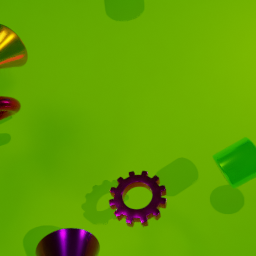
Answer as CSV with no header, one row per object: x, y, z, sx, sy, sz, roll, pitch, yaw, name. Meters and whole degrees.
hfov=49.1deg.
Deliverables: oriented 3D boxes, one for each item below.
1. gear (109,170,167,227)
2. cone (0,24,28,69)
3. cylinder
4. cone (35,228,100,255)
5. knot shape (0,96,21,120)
0.228,1.593,6.427,1.311,0.242,1.311,-6,47,7,gear
-2.507,-1.280,5.135,0.917,0.917,0.921,25,50,4,cone
2.487,0.780,6.252,0.868,0.868,0.868,-32,81,9,cylinder
-1.183,2.996,5.522,1.377,1.382,1.377,-5,118,-9,cone
-3.130,-0.298,5.434,0.901,1.824,1.949,33,59,21,knot shape
